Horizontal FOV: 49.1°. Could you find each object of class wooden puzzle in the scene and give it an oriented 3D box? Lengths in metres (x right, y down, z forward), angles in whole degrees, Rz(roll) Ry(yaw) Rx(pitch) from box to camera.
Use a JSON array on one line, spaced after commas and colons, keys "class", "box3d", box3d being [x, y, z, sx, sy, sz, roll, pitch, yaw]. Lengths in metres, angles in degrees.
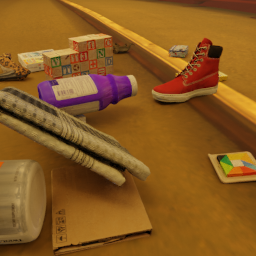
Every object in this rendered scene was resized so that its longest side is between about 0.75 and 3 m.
[{"class": "wooden puzzle", "box3d": [2.412, 0.822, 6.183, 1.056, 0.197, 0.977, -1, 30, -2]}]

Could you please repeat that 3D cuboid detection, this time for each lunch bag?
[{"class": "lunch bag", "box3d": [2.499, -3.819, 13.906, 0.900, 0.424, 1.123, 10, 31, 19]}]

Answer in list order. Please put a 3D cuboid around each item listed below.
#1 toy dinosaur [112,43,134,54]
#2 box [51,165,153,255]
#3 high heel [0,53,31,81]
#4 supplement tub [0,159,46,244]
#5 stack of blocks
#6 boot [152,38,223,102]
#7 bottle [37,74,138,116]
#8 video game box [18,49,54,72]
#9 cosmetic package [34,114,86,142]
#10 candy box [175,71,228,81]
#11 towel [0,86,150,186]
[{"class": "toy dinosaur", "box3d": [-0.304, -4.047, 14.337, 1.398, 0.538, 0.715, -2, 43, -17]}, {"class": "box", "box3d": [-0.599, 1.333, 5.291, 1.632, 0.212, 1.996, -7, 31, -12]}, {"class": "high heel", "box3d": [-4.520, -2.555, 11.382, 1.349, 0.675, 1.892, -8, 47, -1]}, {"class": "supplement tub", "box3d": [-2.498, 1.187, 4.455, 2.138, 1.309, 1.309, -3, 30, -4]}, {"class": "stack of blocks", "box3d": [-1.879, -2.664, 10.829, 2.630, 1.515, 0.770, -21, 36, -30]}, {"class": "boot", "box3d": [1.965, -1.941, 9.215, 2.644, 1.907, 0.957, -16, 34, -24]}, {"class": "bottle", "box3d": [-1.059, -0.959, 7.756, 2.680, 0.875, 1.119, -14, 46, -21]}, {"class": "video game box", "box3d": [-3.900, -3.047, 12.579, 1.679, 0.431, 1.843, -19, 35, -24]}, {"class": "cosmetic package", "box3d": [-2.051, -0.205, 7.777, 1.462, 0.378, 1.103, -18, 37, -28]}, {"class": "candy box", "box3d": [2.870, -2.008, 10.970, 1.806, 0.239, 0.923, -9, 29, -16]}, {"class": "towel", "box3d": [-1.169, 0.082, 5.389, 2.850, 0.492, 2.744, 28, 1, -21]}]
